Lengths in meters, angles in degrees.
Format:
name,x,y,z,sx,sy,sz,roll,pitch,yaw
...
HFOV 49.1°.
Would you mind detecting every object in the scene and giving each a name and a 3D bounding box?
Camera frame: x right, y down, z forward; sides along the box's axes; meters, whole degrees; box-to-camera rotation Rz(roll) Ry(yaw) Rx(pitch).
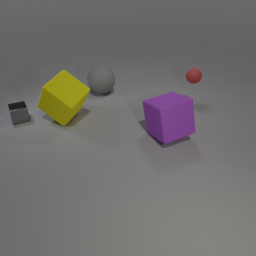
name,x,y,z,sx,sy,sz,roll,pitch,yaw
cube,-2.657,-1.237,11.602,1.400,1.400,1.400,37,50,-2
ball,-1.332,-2.448,14.037,1.400,1.400,1.400,0,33,0
cube,-4.673,-0.645,12.008,0.700,0.700,0.700,-15,36,-22
cube,1.554,-0.435,10.687,1.400,1.400,1.400,-19,25,-19
ball,2.947,-2.328,12.510,0.700,0.700,0.700,0,33,0
